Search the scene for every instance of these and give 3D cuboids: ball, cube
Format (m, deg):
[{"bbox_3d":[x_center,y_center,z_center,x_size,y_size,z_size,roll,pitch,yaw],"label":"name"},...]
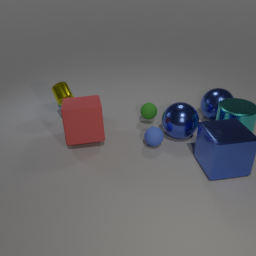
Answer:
[{"bbox_3d":[1.990,-0.287,10.676,1.400,1.400,1.400,0,33,0],"label":"ball"},{"bbox_3d":[0.946,0.305,10.227,0.700,0.700,0.700,0,33,0],"label":"ball"},{"bbox_3d":[3.129,0.657,9.123,1.400,1.400,1.400,-5,30,-8],"label":"cube"},{"bbox_3d":[0.860,-0.696,11.552,0.700,0.700,0.700,0,33,0],"label":"ball"},{"bbox_3d":[-1.664,-0.326,10.454,1.400,1.400,1.400,-7,23,-7],"label":"cube"},{"bbox_3d":[3.736,-0.962,11.669,1.400,1.400,1.400,0,33,0],"label":"ball"}]

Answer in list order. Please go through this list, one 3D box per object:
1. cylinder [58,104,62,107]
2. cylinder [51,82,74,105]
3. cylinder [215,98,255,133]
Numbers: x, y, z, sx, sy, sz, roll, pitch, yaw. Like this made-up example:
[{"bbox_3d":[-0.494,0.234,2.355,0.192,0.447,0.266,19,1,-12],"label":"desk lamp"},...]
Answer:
[{"bbox_3d":[-2.931,-1.428,12.862,0.700,0.700,0.700,-10,55,-16],"label":"cylinder"},{"bbox_3d":[-2.657,-1.401,11.398,0.700,0.700,0.700,-19,72,-27],"label":"cylinder"},{"bbox_3d":[4.002,-0.213,10.493,1.400,1.400,1.400,-1,32,0],"label":"cylinder"}]
